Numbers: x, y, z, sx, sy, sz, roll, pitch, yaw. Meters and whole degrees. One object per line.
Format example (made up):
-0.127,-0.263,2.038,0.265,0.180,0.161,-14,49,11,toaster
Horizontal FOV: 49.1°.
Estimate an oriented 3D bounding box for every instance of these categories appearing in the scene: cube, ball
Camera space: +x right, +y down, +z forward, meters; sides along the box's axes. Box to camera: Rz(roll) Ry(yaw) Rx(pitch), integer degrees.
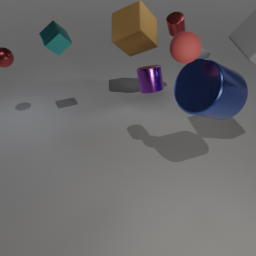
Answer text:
0.280,-4.031,11.532,1.400,1.400,1.400,-11,-19,32,cube
1.294,-1.815,6.314,0.700,0.700,0.700,0,32,0,ball
-4.417,-2.498,9.930,0.700,0.700,0.700,0,32,0,ball
3.893,-2.311,7.500,1.400,1.400,1.400,27,33,-30,cube
-2.475,-3.067,9.599,0.700,0.700,0.700,-36,62,16,cube

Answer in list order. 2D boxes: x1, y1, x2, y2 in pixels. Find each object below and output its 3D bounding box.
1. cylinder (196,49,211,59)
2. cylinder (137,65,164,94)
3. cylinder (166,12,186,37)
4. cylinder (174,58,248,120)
3.030,-2.985,11.852,0.700,0.700,0.700,19,21,-7,cylinder
0.645,-1.418,8.110,0.700,0.700,0.700,-9,18,3,cylinder
1.953,-4.207,11.373,0.700,0.700,0.700,-8,61,14,cylinder
2.166,-0.971,7.327,1.400,1.400,1.400,6,21,-44,cylinder
